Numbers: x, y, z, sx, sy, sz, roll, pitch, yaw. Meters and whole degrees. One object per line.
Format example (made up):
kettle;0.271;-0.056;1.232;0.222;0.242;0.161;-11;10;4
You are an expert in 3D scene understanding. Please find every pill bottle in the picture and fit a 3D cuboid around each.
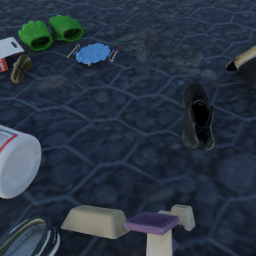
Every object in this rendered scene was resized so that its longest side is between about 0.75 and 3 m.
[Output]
pill bottle;-3.609;0.524;6.697;2.663;1.516;1.516;17;51;16

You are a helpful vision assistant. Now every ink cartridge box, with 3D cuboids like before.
ink cartridge box;-4.916;-2.452;9.988;2.243;0.565;1.222;-27;53;-23

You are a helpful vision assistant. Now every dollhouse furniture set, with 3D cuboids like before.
dollhouse furniture set;-0.014;2.518;5.838;2.386;1.890;1.693;-1;87;29

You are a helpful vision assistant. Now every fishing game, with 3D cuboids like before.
fishing game;-1.287;-2.720;10.427;1.866;0.290;1.336;6;48;16

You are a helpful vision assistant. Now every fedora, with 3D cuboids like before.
fedora;4.602;-1.947;8.754;2.826;2.826;1.291;-15;80;-13

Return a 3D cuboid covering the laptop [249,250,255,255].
laptop;2.647;3.143;4.722;1.700;0.991;1.919;-25;53;-20

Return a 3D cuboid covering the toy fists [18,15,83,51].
toy fists;-3.012;-3.770;11.007;2.417;0.831;1.232;-24;60;-22

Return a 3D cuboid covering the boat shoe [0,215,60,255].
boat shoe;-2.452;2.793;5.119;1.062;0.848;2.810;24;53;20

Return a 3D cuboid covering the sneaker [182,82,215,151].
sneaker;1.898;-0.437;7.464;0.762;1.323;2.537;9;63;2

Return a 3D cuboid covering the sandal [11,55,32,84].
sandal;-3.776;-2.063;9.742;0.364;0.541;1.347;-7;49;23
